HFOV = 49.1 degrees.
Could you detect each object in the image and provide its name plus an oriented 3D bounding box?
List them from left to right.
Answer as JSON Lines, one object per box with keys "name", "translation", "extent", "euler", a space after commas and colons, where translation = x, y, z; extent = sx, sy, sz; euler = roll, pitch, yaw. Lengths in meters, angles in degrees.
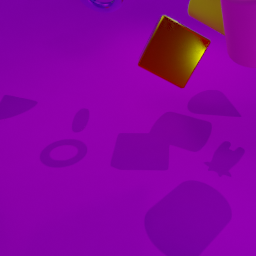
{"name": "ring", "translation": [-0.643, -3.139, 6.460], "extent": [1.198, 1.198, 0.240], "euler": [8, 70, 10]}
{"name": "cube", "translation": [1.067, -1.885, 6.888], "extent": [1.242, 1.242, 1.242], "euler": [26, 19, -6]}
{"name": "cylinder", "translation": [2.516, -3.290, 7.345], "extent": [1.364, 1.364, 1.364], "euler": [37, 49, 15]}
{"name": "cylinder", "translation": [2.384, -1.989, 4.914], "extent": [1.346, 1.346, 1.346], "euler": [-14, 48, 16]}
